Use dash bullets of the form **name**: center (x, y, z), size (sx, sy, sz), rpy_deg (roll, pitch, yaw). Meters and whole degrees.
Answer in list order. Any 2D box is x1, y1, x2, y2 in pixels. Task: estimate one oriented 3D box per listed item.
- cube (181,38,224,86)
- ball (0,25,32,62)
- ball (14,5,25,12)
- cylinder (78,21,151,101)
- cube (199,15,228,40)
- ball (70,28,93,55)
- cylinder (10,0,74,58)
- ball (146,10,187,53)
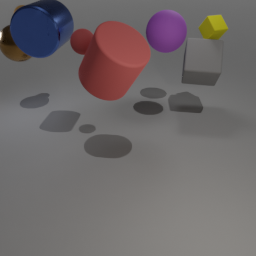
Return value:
- **cube**: center (2.982, -2.644, 11.372), size (1.400, 1.400, 1.400), rpy_deg (6, -11, 8)
- **ball**: center (-4.230, -3.263, 10.770), size (1.400, 1.400, 1.400), rpy_deg (0, 29, 0)
- **ball**: center (-3.939, -4.256, 10.561), size (0.700, 0.700, 0.700), rpy_deg (0, 29, 0)
- **cylinder**: center (-0.368, -1.622, 6.930), size (1.400, 1.400, 1.400), rpy_deg (14, 55, -21)
- **cube**: center (3.355, -3.929, 11.046), size (0.700, 0.700, 0.700), rpy_deg (-15, 75, -23)
- **ball**: center (-1.253, -2.398, 7.789), size (0.700, 0.700, 0.700), rpy_deg (0, 29, 0)
- **cylinder**: center (-2.445, -2.922, 8.153), size (1.400, 1.400, 1.400), rpy_deg (4, 32, 6)
- **ball**: center (1.316, -3.315, 9.647), size (1.400, 1.400, 1.400), rpy_deg (0, 29, 0)
